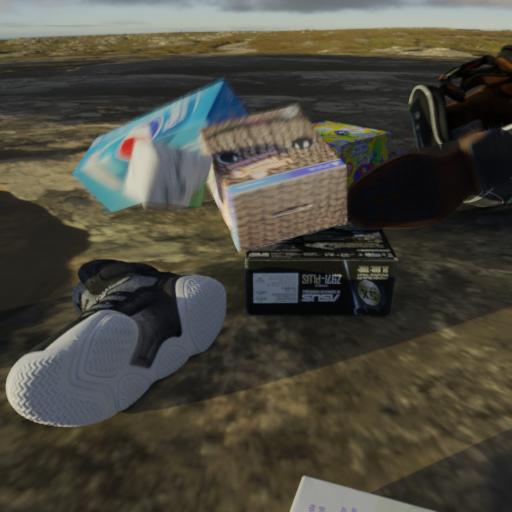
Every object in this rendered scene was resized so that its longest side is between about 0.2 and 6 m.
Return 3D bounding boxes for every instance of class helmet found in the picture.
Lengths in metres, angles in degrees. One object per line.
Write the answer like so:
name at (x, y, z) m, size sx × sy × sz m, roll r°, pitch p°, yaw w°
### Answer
helmet at (4.411, -2.252, 10.592) m, size 2.828 × 2.828 × 2.697 m, roll -12°, pitch 66°, yaw -25°

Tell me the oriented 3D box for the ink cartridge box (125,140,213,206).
ink cartridge box at (-1.019, -0.960, 6.617) m, size 0.375 × 0.652 × 0.893 m, roll 28°, pitch 19°, yaw 39°

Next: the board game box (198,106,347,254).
board game box at (0.173, -1.070, 7.374) m, size 1.453 × 0.882 × 1.822 m, roll -16°, pitch 40°, yaw -9°

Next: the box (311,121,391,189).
box at (1.694, -2.217, 12.463) m, size 1.786 × 1.131 × 1.855 m, roll 22°, pitch 32°, yaw 40°

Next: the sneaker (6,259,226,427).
sneaker at (-1.664, 0.789, 6.018) m, size 1.563 × 1.036 × 2.746 m, roll 15°, pitch 23°, yaw 31°

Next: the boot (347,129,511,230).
boot at (2.338, -1.064, 8.451) m, size 2.966 × 1.108 × 1.438 m, roll -19°, pitch 8°, yaw -19°

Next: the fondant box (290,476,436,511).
fondant box at (0.959, 2.205, 3.413) m, size 1.786 × 0.520 × 1.289 m, roll 7°, pitch 25°, yaw 18°

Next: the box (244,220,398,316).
box at (0.803, 0.087, 7.715) m, size 1.917 × 0.825 × 1.570 m, roll 0°, pitch 25°, yaw 0°

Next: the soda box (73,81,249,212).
soda box at (-1.584, -1.739, 9.466) m, size 3.140 × 1.065 × 1.007 m, roll -12°, pitch 44°, yaw 35°
